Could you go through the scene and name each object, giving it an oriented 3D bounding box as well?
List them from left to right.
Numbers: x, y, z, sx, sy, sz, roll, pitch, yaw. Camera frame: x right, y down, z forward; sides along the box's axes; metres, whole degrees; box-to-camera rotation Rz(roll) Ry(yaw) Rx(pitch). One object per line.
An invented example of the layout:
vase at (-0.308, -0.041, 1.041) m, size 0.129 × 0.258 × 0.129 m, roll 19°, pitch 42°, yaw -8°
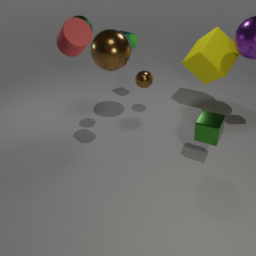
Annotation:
cylinder at (-1.295, -2.161, 6.714) m, size 0.700 × 0.700 × 0.700 m, roll -19°, pitch 2°, yaw -28°
ball at (-1.308, -2.667, 7.566) m, size 0.700 × 0.700 × 0.700 m, roll 0°, pitch 32°, yaw 0°
ball at (-0.594, -2.675, 9.666) m, size 1.400 × 1.400 × 1.400 m, roll 0°, pitch 32°, yaw 0°
cylinder at (-0.095, -3.559, 11.391) m, size 0.700 × 0.700 × 0.700 m, roll -21°, pitch 35°, yaw -29°
ball at (0.633, -1.914, 11.048) m, size 0.700 × 0.700 × 0.700 m, roll 0°, pitch 32°, yaw 0°
cube at (2.459, -0.004, 8.449) m, size 0.700 × 0.700 × 0.700 m, roll 17°, pitch 45°, yaw 25°
cube at (3.343, -2.852, 11.271) m, size 1.400 × 1.400 × 1.400 m, roll -54°, pitch 12°, yaw -15°
ball at (4.271, -2.996, 9.331) m, size 1.400 × 1.400 × 1.400 m, roll 0°, pitch 32°, yaw 0°
